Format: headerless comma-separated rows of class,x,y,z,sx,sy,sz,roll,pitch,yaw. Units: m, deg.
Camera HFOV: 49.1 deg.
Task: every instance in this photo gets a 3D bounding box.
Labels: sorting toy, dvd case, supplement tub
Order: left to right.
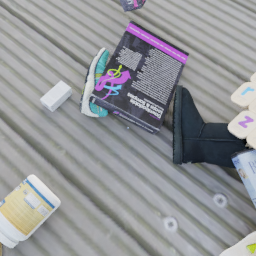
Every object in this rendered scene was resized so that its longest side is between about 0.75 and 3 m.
supplement tub,-2.451,1.945,6.615,1.044,1.044,1.443,39,70,17
sorting toy,2.796,3.128,6.271,1.286,0.763,1.428,-16,65,1
dvd case,3.885,1.731,6.606,2.129,0.262,2.984,-12,70,-27

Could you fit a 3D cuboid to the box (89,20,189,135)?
box,0.407,-1.548,8.290,2.124,0.536,2.971,28,64,-8

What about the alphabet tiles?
alphabet tiles,4.030,-0.494,6.638,2.918,0.218,2.984,-43,45,-2

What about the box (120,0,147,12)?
box,0.070,-4.570,9.381,0.712,1.077,0.618,3,51,33

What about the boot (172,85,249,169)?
boot,2.213,-0.053,7.649,1.967,0.894,2.341,1,71,5

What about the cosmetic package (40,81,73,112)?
cosmetic package,-2.145,-0.959,8.440,0.447,0.314,0.881,37,69,16

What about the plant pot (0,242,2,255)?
plant pot,-4.036,3.064,6.457,2.137,0.294,2.137,-1,64,2

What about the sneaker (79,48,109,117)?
sneaker,-0.850,-1.361,8.490,0.913,0.888,2.292,14,68,-14
